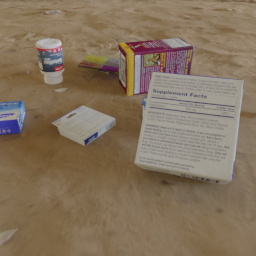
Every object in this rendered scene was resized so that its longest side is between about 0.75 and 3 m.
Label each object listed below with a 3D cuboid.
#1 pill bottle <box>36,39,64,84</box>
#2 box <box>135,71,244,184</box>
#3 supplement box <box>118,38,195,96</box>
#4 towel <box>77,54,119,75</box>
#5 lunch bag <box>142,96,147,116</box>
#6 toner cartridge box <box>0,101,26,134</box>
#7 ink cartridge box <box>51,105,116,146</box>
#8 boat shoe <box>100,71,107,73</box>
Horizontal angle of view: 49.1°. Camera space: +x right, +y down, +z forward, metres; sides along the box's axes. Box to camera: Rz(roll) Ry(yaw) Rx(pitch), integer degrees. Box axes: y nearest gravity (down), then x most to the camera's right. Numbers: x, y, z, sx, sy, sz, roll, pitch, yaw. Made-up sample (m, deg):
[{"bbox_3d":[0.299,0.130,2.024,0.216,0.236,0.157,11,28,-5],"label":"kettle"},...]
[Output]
[{"bbox_3d":[-3.307,-2.846,12.085,1.047,1.751,1.047,0,34,0],"label":"pill bottle"},{"bbox_3d":[1.563,-0.003,7.204,2.269,1.295,2.467,9,79,15],"label":"box"},{"bbox_3d":[1.102,-2.598,11.657,2.798,1.832,1.444,-9,35,-14],"label":"supplement box"},{"bbox_3d":[-0.982,-2.962,13.205,2.514,0.286,1.805,11,29,3],"label":"towel"},{"bbox_3d":[1.737,-0.512,9.396,1.930,0.990,2.401,-26,41,-28],"label":"lunch bag"},{"bbox_3d":[-4.942,-0.282,9.371,2.687,0.580,1.276,-6,35,-8],"label":"toner cartridge box"},{"bbox_3d":[-1.482,-0.128,9.382,1.556,0.316,1.553,24,41,31],"label":"ink cartridge box"},{"bbox_3d":[-1.203,-2.811,13.338,0.323,0.361,0.974,-26,39,-13],"label":"boat shoe"}]
